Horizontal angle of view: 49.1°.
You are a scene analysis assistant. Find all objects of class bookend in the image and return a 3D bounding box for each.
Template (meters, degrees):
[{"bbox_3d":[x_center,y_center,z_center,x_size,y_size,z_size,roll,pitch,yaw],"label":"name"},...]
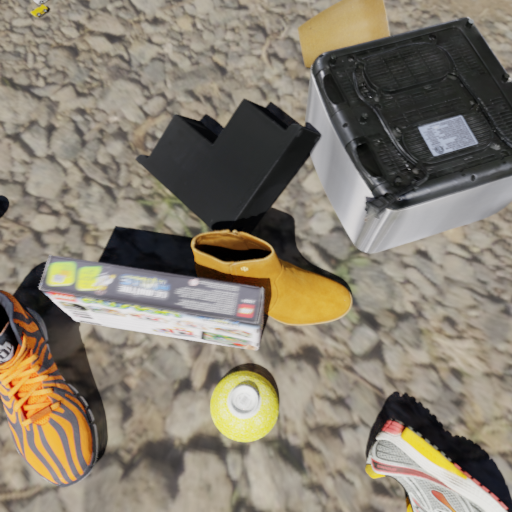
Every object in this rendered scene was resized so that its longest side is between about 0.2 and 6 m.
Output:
[{"bbox_3d":[-0.548,-1.942,10.156,2.374,1.093,2.359,41,109,17],"label":"bookend"}]

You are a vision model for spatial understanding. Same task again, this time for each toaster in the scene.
[{"bbox_3d":[2.768,-2.127,10.202,3.754,2.228,3.395,-18,67,-10],"label":"toaster"}]

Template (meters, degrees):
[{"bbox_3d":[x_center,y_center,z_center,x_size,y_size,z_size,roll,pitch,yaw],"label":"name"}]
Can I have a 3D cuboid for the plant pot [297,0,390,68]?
[{"bbox_3d":[1.817,-4.620,11.830,1.767,1.647,1.647,-11,66,11],"label":"plant pot"}]

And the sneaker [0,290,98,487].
[{"bbox_3d":[-3.678,1.973,8.643,1.304,1.884,3.362,-32,70,-13],"label":"sneaker"}]

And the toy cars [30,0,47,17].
[{"bbox_3d":[-4.985,-5.783,12.971,0.346,0.171,0.772,2,63,-4],"label":"toy cars"}]

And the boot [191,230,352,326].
[{"bbox_3d":[0.327,0.369,9.287,2.775,1.987,0.976,8,67,3],"label":"boot"}]

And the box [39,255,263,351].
[{"bbox_3d":[-1.559,0.827,9.172,3.347,1.842,0.581,9,68,3],"label":"box"}]

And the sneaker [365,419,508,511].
[{"bbox_3d":[2.844,3.714,8.486,2.660,1.035,1.093,36,81,21],"label":"sneaker"}]

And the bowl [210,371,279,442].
[{"bbox_3d":[-0.190,2.408,9.151,1.162,0.625,1.162,0,66,-1],"label":"bowl"}]
